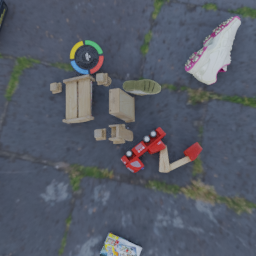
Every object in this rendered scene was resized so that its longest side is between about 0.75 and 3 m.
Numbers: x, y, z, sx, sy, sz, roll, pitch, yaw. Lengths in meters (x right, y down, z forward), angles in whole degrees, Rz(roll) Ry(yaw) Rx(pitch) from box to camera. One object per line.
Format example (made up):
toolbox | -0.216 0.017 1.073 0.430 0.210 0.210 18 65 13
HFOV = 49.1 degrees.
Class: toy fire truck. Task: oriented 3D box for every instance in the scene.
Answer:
toy fire truck | 1.117 0.902 9.415 2.322 0.566 1.638 -39 82 -7

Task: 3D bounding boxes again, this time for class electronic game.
electronic game | -1.437 -2.461 9.780 1.233 0.257 1.233 0 95 0

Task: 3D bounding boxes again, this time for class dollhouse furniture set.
dollhouse furniture set | -1.255 -0.507 9.772 2.734 1.335 2.332 -6 78 23

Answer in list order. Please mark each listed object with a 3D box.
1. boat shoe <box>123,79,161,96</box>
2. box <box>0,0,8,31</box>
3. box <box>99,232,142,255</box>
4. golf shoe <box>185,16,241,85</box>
boat shoe | 0.522 -1.396 9.741 1.350 0.462 0.504 10 82 20
box | -5.842 -4.058 10.349 2.263 0.577 1.785 13 81 2
box | -0.237 3.976 9.004 1.181 0.223 0.806 24 80 4
golf shoe | 3.236 -2.742 10.015 1.266 1.042 2.767 42 82 -11
